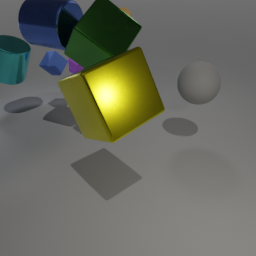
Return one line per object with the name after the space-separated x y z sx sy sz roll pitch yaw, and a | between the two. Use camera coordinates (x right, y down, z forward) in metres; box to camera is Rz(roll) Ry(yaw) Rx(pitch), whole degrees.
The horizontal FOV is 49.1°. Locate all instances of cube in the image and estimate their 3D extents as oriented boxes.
-0.724 -2.447 7.824 1.400 1.400 1.400 35 66 -12 | cube
-2.270 -2.897 12.981 0.700 0.700 0.700 -32 56 -32 | cube
-0.363 -0.665 5.810 1.400 1.400 1.400 -31 17 -26 | cube
-2.986 -2.592 11.236 0.700 0.700 0.700 12 72 46 | cube

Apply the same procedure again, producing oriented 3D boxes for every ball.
2.324 -1.470 9.192 1.400 1.400 1.400 0 29 0 | ball

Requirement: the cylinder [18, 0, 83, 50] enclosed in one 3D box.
-2.250 -3.110 8.366 1.400 1.400 1.400 15 32 21 | cylinder

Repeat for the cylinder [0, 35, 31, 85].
-4.600 -2.637 10.869 1.400 1.400 1.400 17 36 -13 | cylinder

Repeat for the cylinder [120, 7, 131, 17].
-0.259 -5.022 12.794 0.700 0.700 0.700 -6 -3 -10 | cylinder
